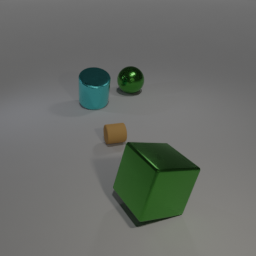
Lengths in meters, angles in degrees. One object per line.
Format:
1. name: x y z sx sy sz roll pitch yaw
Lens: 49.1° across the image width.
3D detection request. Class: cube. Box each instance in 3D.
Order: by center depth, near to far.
1. cube: 0.675 1.284 7.083 1.400 1.400 1.400 4 22 -34

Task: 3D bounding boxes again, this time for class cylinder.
1. cylinder: -0.465 0.190 10.046 0.700 0.700 0.700 -7 29 -17
2. cylinder: -1.541 -1.793 12.765 1.400 1.400 1.400 5 49 -6

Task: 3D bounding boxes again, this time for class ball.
1. ball: 0.139 -2.464 14.398 1.400 1.400 1.400 0 28 0
